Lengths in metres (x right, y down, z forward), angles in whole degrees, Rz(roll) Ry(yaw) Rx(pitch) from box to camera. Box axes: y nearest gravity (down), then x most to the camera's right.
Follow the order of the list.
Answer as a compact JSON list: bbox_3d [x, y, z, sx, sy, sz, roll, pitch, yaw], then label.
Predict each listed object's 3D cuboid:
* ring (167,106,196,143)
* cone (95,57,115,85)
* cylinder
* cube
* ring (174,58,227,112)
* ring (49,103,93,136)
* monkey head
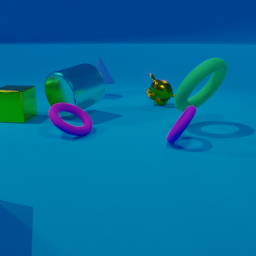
[{"bbox_3d":[1.295,-0.083,6.806,0.214,1.072,1.072,35,24,4],"label":"ring"},{"bbox_3d":[-1.168,-2.458,11.934,1.147,1.151,1.147,-4,14,1],"label":"cone"},{"bbox_3d":[-1.689,-1.249,8.983,1.394,1.394,1.394,13,30,34],"label":"cylinder"},{"bbox_3d":[-3.563,-0.779,8.849,0.988,0.988,0.988,2,19,7],"label":"cube"},{"bbox_3d":[2.007,-1.148,7.729,1.786,1.786,0.357,-17,56,-41],"label":"ring"},{"bbox_3d":[-1.535,-0.245,7.581,1.238,0.248,1.238,25,29,-15],"label":"ring"},{"bbox_3d":[1.281,-1.420,10.674,1.463,0.882,1.053,39,24,2],"label":"monkey head"}]
